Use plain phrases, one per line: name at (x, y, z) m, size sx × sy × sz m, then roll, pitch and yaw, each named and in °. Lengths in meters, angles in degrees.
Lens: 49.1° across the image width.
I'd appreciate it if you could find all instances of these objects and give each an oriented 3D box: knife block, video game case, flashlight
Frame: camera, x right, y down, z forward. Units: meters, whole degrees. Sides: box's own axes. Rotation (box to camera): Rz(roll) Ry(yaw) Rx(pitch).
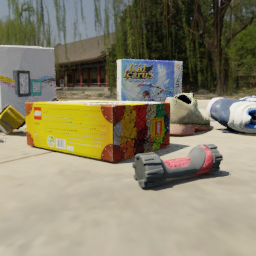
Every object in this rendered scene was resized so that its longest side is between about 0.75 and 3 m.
knife block at (-2.465, -0.425, 8.290) m, size 1.128 × 0.990 × 0.361 m, roll -2°, pitch 7°, yaw -17°
video game case at (0.868, -1.487, 11.152) m, size 2.602 × 2.358 × 0.591 m, roll -2°, pitch 8°, yaw -17°
flashlight at (0.654, 0.437, 3.621) m, size 1.261 × 0.428 × 0.427 m, roll -1°, pitch 27°, yaw -31°

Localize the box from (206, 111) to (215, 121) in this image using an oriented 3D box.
box at (3.364, -0.509, 11.671) m, size 1.177 × 0.311 × 1.509 m, roll 2°, pitch 8°, yaw 12°

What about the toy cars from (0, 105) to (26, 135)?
toy cars at (-3.764, -0.384, 7.732) m, size 2.578 × 1.156 × 0.571 m, roll 22°, pitch 61°, yaw 25°

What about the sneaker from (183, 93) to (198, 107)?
sneaker at (3.251, -1.333, 15.068) m, size 1.062 × 1.077 × 2.818 m, roll -1°, pitch 7°, yaw -2°

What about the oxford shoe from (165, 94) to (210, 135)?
oxford shoe at (1.824, -0.467, 8.234) m, size 1.035 × 1.079 × 2.924 m, roll 4°, pitch 8°, yaw 26°

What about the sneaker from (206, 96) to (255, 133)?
sneaker at (3.760, -0.317, 8.046) m, size 2.554 × 1.029 × 1.870 m, roll 2°, pitch 15°, yaw -22°

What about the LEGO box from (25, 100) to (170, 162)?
LEGO box at (-0.623, -0.076, 5.735) m, size 2.418 × 0.933 × 1.801 m, roll 5°, pitch 9°, yaw 37°

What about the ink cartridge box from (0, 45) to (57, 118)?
ink cartridge box at (-4.006, -1.718, 11.220) m, size 2.040 × 2.793 × 2.049 m, roll -3°, pitch 8°, yaw -19°
